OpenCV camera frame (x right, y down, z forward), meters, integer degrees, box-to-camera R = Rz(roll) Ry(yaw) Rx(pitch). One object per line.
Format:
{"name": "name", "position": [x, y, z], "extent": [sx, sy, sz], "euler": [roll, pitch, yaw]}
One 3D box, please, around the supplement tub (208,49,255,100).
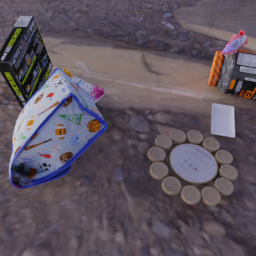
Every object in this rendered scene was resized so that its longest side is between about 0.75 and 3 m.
{"name": "supplement tub", "position": [3.627, -1.568, 8.343], "extent": [2.226, 1.364, 1.364], "euler": [13, 51, 11]}

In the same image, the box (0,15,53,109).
{"name": "box", "position": [-2.748, -1.752, 7.704], "extent": [0.450, 1.831, 1.896], "euler": [4, 56, 6]}

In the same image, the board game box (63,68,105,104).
{"name": "board game box", "position": [-1.950, -1.011, 8.607], "extent": [1.827, 0.236, 1.827], "euler": [30, 56, 23]}

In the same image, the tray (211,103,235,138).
{"name": "tray", "position": [2.706, -0.209, 8.006], "extent": [0.648, 0.134, 1.206], "euler": [9, 51, 8]}

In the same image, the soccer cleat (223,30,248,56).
{"name": "soccer cleat", "position": [2.970, -2.374, 7.843], "extent": [1.146, 0.438, 0.382], "euler": [-32, 18, -31]}

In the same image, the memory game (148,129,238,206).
{"name": "memory game", "position": [1.571, 0.870, 6.859], "extent": [2.243, 0.143, 2.243], "euler": [4, 47, -4]}

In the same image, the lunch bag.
{"name": "lunch bag", "position": [-1.810, 0.068, 6.510], "extent": [2.331, 1.443, 1.982], "euler": [-45, 31, 4]}
